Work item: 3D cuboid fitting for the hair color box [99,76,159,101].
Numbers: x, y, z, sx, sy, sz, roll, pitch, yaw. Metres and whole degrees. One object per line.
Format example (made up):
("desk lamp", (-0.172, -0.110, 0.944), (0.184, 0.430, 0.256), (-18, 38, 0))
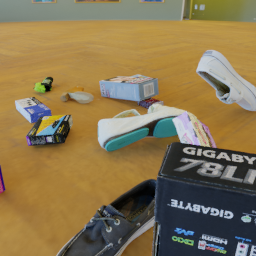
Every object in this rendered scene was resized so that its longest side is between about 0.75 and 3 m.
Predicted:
("hair color box", (0.006, -1.568, 10.887), (1.083, 0.664, 2.189), (-23, 24, -39))

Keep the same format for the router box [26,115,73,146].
("router box", (-2.197, 0.039, 8.017), (1.000, 0.342, 1.341), (-5, 24, 2))

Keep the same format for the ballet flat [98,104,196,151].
("ballet flat", (0.536, -0.189, 7.834), (2.984, 1.036, 1.036), (-13, 29, -21))

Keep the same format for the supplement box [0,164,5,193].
("supplement box", (-3.234, 1.200, 5.468), (0.691, 0.706, 1.366), (16, 29, 27))

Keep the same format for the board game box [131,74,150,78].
("board game box", (0.383, -2.108, 12.791), (0.957, 0.297, 1.267), (23, 34, 39))

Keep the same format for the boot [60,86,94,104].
("boot", (-1.884, -1.382, 11.017), (1.421, 0.500, 1.017), (1, 30, 15))

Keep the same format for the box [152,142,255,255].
("box", (1.508, 1.560, 2.535), (2.622, 2.603, 0.651), (7, 28, 16))

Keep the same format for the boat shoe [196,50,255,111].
("boat shoe", (3.369, -1.306, 9.411), (0.997, 2.857, 1.013), (-57, 24, -14))

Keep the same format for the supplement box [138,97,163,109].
("supplement box", (0.824, -0.912, 10.344), (0.481, 0.269, 0.885), (-22, 32, -38))

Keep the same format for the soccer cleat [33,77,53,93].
("soccer cleat", (-3.515, -1.838, 12.140), (0.595, 0.496, 1.469), (23, 27, 1))

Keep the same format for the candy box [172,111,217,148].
("candy box", (1.619, 0.273, 6.528), (1.162, 0.416, 0.975), (27, 40, -46))

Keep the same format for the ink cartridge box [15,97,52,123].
("ink cartridge box", (-3.299, -0.652, 9.713), (0.726, 0.342, 1.545), (-18, 32, -32))

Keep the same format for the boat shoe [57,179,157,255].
("boat shoe", (-0.208, 1.565, 4.591), (2.409, 0.798, 0.842), (-22, 34, -38))
